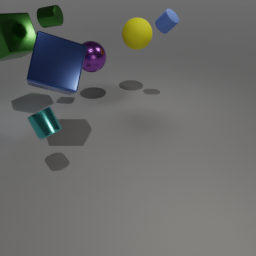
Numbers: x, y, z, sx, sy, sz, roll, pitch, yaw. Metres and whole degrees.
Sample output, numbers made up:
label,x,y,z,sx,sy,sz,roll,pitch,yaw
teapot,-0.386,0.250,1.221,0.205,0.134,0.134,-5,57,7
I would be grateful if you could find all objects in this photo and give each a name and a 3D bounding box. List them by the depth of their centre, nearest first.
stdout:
label,x,y,z,sx,sy,sz,roll,pitch,yaw
cylinder,-2.313,-0.132,7.789,0.700,0.700,0.700,-25,10,5
cube,-2.169,-1.864,8.424,1.400,1.400,1.400,13,-1,-19
cylinder,-2.805,-4.021,10.114,0.700,0.700,0.700,-3,29,16
cube,-4.490,-3.433,10.640,1.400,1.400,1.400,-7,16,37
cylinder,1.591,-4.348,11.429,0.700,0.700,0.700,-33,2,45
ball,-1.687,-3.257,12.831,1.400,1.400,1.400,0,30,0
ball,0.421,-4.346,12.942,1.400,1.400,1.400,0,30,0
